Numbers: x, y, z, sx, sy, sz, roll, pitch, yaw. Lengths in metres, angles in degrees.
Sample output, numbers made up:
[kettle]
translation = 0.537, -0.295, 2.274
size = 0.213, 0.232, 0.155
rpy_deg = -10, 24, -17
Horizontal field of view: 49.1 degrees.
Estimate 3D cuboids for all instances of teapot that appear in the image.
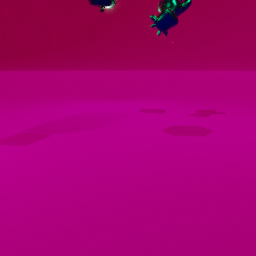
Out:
[teapot]
translation = -0.821, -4.295, 9.271
size = 1.081, 0.852, 1.739
rpy_deg = -7, 20, -31

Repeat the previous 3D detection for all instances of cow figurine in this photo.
[cow figurine]
translation = 1.272, -3.743, 9.036
size = 0.874, 1.566, 1.591
rpy_deg = 41, 9, -27
